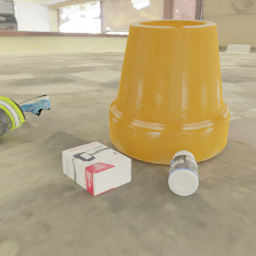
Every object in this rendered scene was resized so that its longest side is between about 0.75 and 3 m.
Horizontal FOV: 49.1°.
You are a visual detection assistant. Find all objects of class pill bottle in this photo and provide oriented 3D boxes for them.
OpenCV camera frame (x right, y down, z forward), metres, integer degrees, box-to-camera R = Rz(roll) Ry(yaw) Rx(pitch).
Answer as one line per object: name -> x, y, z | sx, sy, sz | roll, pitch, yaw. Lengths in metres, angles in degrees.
pill bottle -> 1.003, 0.777, 5.064 | 0.500, 0.500, 0.880 | 3, 21, 10

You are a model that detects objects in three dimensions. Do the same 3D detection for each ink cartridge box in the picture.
ink cartridge box -> -0.617, 0.720, 5.325 | 0.834, 0.486, 1.153 | -15, 24, -37

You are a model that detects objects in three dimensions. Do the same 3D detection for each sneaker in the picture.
sneaker -> -2.992, -0.594, 8.697 | 1.278, 0.575, 0.501 | -15, 15, 15
sneaker -> -4.153, -0.276, 7.198 | 2.876, 1.063, 1.164 | 2, 31, 22

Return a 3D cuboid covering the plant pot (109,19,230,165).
plant pot -> 0.964, -1.040, 6.483 | 2.889, 2.645, 2.889 | 0, 26, 0
